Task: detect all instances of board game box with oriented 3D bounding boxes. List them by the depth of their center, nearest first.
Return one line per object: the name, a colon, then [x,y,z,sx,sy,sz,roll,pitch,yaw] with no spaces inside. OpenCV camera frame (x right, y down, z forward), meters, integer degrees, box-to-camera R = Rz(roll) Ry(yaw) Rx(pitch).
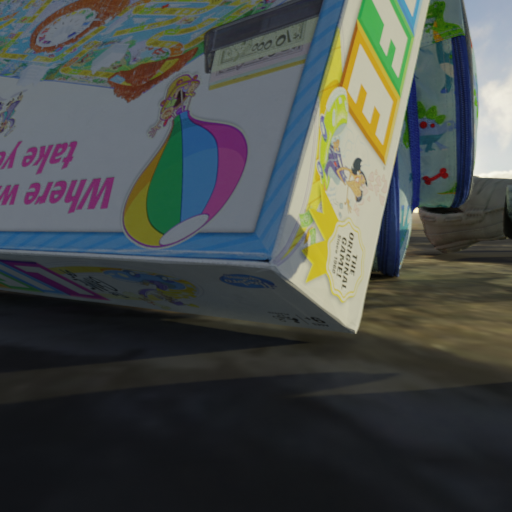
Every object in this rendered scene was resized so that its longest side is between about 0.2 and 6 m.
board game box: [-1.239,-1.317,4.199,4.798,3.226,0.821,3,-23,36]

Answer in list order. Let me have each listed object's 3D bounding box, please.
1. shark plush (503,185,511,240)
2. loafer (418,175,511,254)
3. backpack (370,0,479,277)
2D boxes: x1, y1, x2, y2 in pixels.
shark plush: [2.452,-0.154,2.004,2.775,1.156,1.261,2,4,34]
loafer: [3.564,-0.788,8.750,1.019,1.017,2.915,-41,4,-24]
backpack: [1.102,-1.258,5.779,2.168,2.950,2.700,1,5,14]
